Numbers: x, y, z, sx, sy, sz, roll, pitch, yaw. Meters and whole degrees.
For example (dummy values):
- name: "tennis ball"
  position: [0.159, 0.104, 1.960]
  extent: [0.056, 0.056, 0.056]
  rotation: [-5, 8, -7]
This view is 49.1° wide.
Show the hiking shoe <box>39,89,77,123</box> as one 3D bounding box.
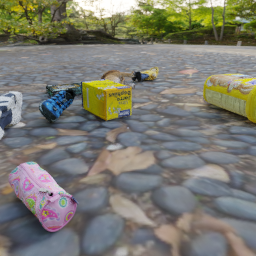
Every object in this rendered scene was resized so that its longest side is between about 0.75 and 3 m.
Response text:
- name: "hiking shoe"
  position: [-2.278, -0.849, 9.166]
  extent: [0.856, 0.734, 1.974]
  rotation: [-39, 16, 16]

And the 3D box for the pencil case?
- name: "pencil case"
  position: [-1.433, 1.057, 4.609]
  extent: [0.648, 0.648, 1.483]
  rotation: [-15, 24, -35]

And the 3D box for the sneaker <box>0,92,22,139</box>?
- name: "sneaker"
  position: [-4.219, -0.465, 8.083]
  extent: [1.734, 1.064, 2.665]
  rotation: [8, 30, -4]

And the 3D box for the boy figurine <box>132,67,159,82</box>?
- name: "boy figurine"
  position: [1.133, -3.032, 15.805]
  extent: [1.243, 0.644, 1.999]
  rotation: [15, 27, 42]

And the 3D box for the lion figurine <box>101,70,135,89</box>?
- name: "lion figurine"
  position: [-0.761, -1.792, 11.855]
  extent: [1.758, 1.040, 2.870]
  rotation: [4, 23, 20]

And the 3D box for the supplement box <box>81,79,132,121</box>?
- name: "supplement box"
  position: [-0.788, -1.048, 9.784]
  extent: [1.005, 1.012, 1.847]
  rotation: [-14, 25, -32]

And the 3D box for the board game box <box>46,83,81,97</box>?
- name: "board game box"
  position: [-2.567, -1.787, 12.864]
  extent: [2.101, 0.296, 1.421]
  rotation: [-9, 22, -25]

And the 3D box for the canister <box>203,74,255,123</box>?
- name: "canister"
  position: [4.259, -1.150, 9.820]
  extent: [2.115, 1.233, 2.848]
  rotation: [-7, 20, -19]
